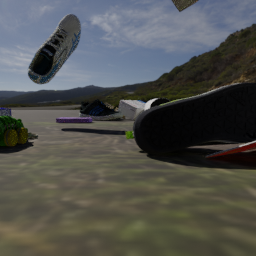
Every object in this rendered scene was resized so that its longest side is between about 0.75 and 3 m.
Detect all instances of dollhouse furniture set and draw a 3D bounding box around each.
[{"bbox_3d":[-0.774,-0.735,15.320,1.328,0.835,1.501,24,3,-2],"label":"dollhouse furniture set"}]

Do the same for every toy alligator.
[{"bbox_3d":[-2.197,0.022,5.304,0.574,0.525,1.937,0,5,6],"label":"toy alligator"}]

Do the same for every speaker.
[{"bbox_3d":[1.330,-0.800,12.349,1.051,1.051,2.589,0,5,-2],"label":"speaker"}]

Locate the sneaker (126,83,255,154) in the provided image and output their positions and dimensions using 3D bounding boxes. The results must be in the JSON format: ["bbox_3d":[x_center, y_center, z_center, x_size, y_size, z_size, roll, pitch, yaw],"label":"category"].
[{"bbox_3d":[1.210,-0.148,4.441,2.514,0.902,1.041,-6,-2,-4],"label":"sneaker"}]

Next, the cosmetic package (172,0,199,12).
[{"bbox_3d":[1.588,-3.416,7.113,0.577,0.487,1.116,-27,13,45],"label":"cosmetic package"}]

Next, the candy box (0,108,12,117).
[{"bbox_3d":[-5.340,-0.419,10.148,1.399,0.637,1.655,1,3,33],"label":"candy box"}]

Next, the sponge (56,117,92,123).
[{"bbox_3d":[-2.255,-0.335,11.832,1.392,0.208,0.776,0,4,5],"label":"sponge"}]

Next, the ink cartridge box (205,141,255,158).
[{"bbox_3d":[2.231,0.219,3.613,1.858,0.415,1.637,-4,-20,-38],"label":"ink cartridge box"}]

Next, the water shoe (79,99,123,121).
[{"bbox_3d":[-1.418,-0.903,13.755,2.607,1.029,0.932,3,5,33],"label":"water shoe"}]

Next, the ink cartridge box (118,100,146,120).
[{"bbox_3d":[0.459,-0.917,14.224,1.186,0.685,1.624,29,23,37],"label":"ink cartridge box"}]

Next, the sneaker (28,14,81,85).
[{"bbox_3d":[-2.625,-2.903,10.237,1.061,2.951,1.070,30,-5,-5],"label":"sneaker"}]
